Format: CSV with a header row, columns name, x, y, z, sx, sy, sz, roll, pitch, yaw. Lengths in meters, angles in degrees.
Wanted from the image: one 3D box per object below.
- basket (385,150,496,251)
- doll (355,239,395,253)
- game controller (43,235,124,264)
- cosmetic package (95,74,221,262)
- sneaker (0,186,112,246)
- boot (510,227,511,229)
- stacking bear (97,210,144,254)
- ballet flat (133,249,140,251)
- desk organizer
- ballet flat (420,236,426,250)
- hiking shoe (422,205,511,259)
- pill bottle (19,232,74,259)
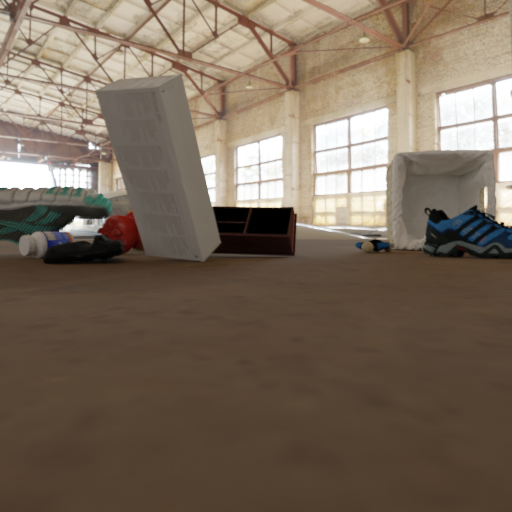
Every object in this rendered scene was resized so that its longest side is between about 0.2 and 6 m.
name,x,y,z,sx,sy,sz,roll,pitch,yaw
basket,5.004,-1.450,15.722,2.694,2.669,2.166,-1,-2,2
doll,2.856,-0.237,13.401,0.936,0.332,1.372,1,2,30
game controller,-2.797,-0.063,9.254,1.154,0.466,2.213,-15,5,-11
cosmetic package,-1.417,-1.281,8.581,1.144,2.773,0.702,7,34,28
sneaker,-4.389,-0.732,11.490,2.904,1.324,1.126,-1,18,0
boot,5.721,-0.388,10.842,1.661,0.820,2.140,-1,2,-39
stacking bear,-2.574,-0.579,12.762,1.252,1.173,2.063,14,17,37
ballet flat,-3.047,-0.436,15.157,0.797,0.795,2.379,-23,5,-13
desk organizer,-0.535,-0.614,10.905,2.572,0.922,0.990,2,-19,8
ballet flat,4.152,-0.283,12.934,0.638,0.689,1.954,-28,-13,24
hiking shoe,4.199,-0.451,10.343,2.284,0.990,0.850,1,3,33
pill bottle,-3.835,-0.194,10.262,0.499,0.499,0.890,2,4,39
